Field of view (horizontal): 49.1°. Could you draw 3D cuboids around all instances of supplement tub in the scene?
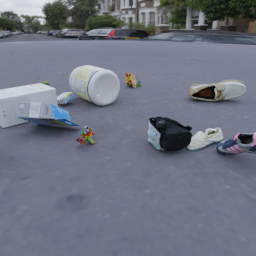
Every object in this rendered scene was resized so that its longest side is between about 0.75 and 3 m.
[{"bbox_3d":[-1.583,-1.999,12.791,1.583,1.583,2.183,-16,27,-35],"label":"supplement tub"}]

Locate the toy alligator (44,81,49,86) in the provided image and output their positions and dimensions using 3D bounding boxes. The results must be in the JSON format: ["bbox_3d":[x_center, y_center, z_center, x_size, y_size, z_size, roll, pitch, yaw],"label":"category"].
[{"bbox_3d":[-4.635,-2.536,15.962,0.218,0.238,0.803,-9,24,-22],"label":"toy alligator"}]

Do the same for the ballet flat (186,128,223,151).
[{"bbox_3d":[2.337,0.281,8.603,1.457,0.523,0.523,-14,26,-30],"label":"ballet flat"}]

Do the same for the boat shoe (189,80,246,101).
[{"bbox_3d":[4.097,-1.615,12.864,2.552,0.954,0.873,-5,22,16],"label":"boat shoe"}]

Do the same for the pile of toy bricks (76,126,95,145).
[{"bbox_3d":[-1.220,0.306,8.624,0.565,0.502,1.018,-48,15,-3],"label":"pile of toy bricks"}]

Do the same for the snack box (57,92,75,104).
[{"bbox_3d":[-2.854,-1.331,12.492,0.753,0.255,0.635,3,39,43],"label":"snack box"}]

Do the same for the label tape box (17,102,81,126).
[{"bbox_3d":[-2.611,-0.458,9.515,1.768,0.585,1.267,2,-9,16],"label":"label tape box"}]

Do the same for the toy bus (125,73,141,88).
[{"bbox_3d":[0.168,-2.569,15.646,0.526,0.960,1.018,-39,-4,35],"label":"toy bus"}]

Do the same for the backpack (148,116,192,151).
[{"bbox_3d":[1.105,0.161,8.372,1.140,0.865,1.366,1,20,-25],"label":"backpack"}]

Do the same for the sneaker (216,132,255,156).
[{"bbox_3d":[2.942,0.364,7.523,1.555,0.638,0.546,-14,43,53],"label":"sneaker"}]

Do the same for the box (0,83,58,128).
[{"bbox_3d":[-4.051,-0.939,10.804,2.232,1.088,1.388,-19,28,-39],"label":"box"}]
